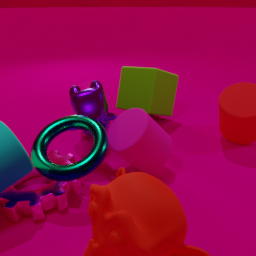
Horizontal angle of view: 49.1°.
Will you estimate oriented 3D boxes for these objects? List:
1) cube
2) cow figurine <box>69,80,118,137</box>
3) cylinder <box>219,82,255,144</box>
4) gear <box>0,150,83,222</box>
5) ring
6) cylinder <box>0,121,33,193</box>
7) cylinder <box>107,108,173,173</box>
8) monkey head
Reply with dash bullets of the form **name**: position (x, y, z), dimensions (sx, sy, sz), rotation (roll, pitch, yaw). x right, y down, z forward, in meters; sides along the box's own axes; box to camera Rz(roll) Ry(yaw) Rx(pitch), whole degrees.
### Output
- **cube**: position (0.512, -0.953, 7.384), dimensions (1.108, 1.108, 1.108), rotation (13, 7, 39)
- **cow figurine**: position (-0.761, -0.271, 6.032), dimensions (0.949, 1.729, 1.702), rotation (-15, 50, -5)
- **cylinder**: position (2.524, -0.313, 6.167), dimensions (0.997, 0.997, 0.997), rotation (-9, 53, 12)
- **gear**: position (-1.552, 0.909, 4.761), dimensions (1.530, 0.283, 1.530), rotation (-3, 28, 2)
- **ring**: position (-0.949, 0.293, 4.582), dimensions (1.282, 0.256, 1.282), rotation (-4, 50, 5)
- **cylinder**: position (-2.034, 0.509, 4.083), dimensions (0.919, 0.919, 0.919), rotation (-37, 41, -28)
- **cylinder**: position (0.224, 0.242, 5.168), dimensions (0.904, 0.904, 0.904), rotation (-25, 45, 27)
- **monkey head**: position (0.045, 1.153, 3.211), dimensions (1.028, 1.227, 1.705), rotation (5, 25, -42)
